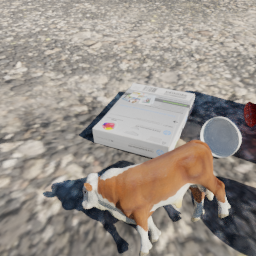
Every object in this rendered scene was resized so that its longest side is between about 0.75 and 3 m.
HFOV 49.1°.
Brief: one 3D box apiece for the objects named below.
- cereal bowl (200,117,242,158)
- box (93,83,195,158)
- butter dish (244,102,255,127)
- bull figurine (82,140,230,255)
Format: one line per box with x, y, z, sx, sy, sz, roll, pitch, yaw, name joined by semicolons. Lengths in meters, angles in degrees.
2.299;0.198;6.830;0.996;0.996;0.415;30;30;33;cereal bowl
0.552;-0.311;7.774;2.037;0.538;2.613;13;38;20;box
3.805;-0.433;6.554;2.023;2.730;2.737;-8;34;19;butter dish
0.455;1.177;4.982;2.585;0.842;1.569;-24;83;-1;bull figurine
